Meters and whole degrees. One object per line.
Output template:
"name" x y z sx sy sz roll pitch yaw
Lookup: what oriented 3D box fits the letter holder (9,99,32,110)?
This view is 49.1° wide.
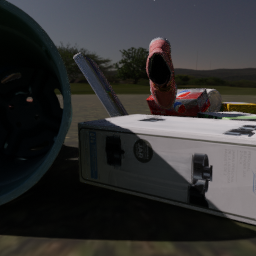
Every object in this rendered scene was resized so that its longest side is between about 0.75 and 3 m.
"letter holder" -5.302 -1.106 14.057 1.150 0.579 0.818 -6 12 -34

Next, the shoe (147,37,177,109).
"shoe" 1.135 -1.585 9.602 0.979 2.740 1.246 -1 38 14

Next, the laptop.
"laptop" -1.965 0.031 5.643 1.241 0.723 1.400 -4 9 -31

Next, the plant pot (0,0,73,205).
"plant pot" -1.662 -0.256 3.687 2.148 2.148 2.103 0 0 -2

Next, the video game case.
"video game case" -0.544 -0.874 7.457 0.248 2.246 2.045 -31 6 6

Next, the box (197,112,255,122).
"box" 3.307 -0.254 8.906 1.492 0.376 2.068 -2 7 -11

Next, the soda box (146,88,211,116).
"soda box" 2.027 -1.056 11.576 2.517 0.798 0.881 4 38 45

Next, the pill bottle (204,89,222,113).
"pill bottle" 3.045 -1.158 12.406 1.125 1.125 1.967 -5 9 -30

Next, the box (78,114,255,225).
"box" 0.835 0.324 3.382 2.587 0.778 1.509 5 9 32

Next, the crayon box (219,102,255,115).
"crayon box" 4.661 -0.793 11.912 1.307 0.536 2.080 1 9 0
